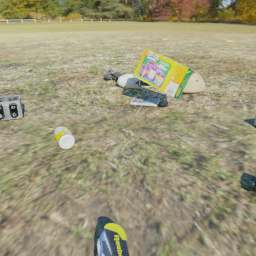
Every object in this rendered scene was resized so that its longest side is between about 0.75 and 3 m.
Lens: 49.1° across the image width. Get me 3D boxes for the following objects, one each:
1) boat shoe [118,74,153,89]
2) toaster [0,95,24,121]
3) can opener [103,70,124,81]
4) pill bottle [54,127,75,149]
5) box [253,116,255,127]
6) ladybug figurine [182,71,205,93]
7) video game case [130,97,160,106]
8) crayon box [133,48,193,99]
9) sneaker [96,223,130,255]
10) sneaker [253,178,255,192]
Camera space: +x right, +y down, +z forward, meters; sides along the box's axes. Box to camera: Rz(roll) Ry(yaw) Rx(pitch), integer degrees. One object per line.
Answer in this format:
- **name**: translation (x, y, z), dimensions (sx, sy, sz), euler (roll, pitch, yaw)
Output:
- **boat shoe**: translation (0.489, -2.425, 14.593), dimensions (2.024, 0.745, 0.661), euler (-6, 21, -10)
- **toaster**: translation (-4.693, -0.801, 10.958), dimensions (1.093, 0.717, 1.209), euler (-7, 24, -17)
- **can opener**: translation (-0.666, -2.750, 15.786), dimensions (0.748, 0.597, 2.238), euler (-42, 36, -9)
- **pill bottle**: translation (-2.025, 0.276, 8.804), dimensions (0.490, 0.490, 0.897), euler (-11, 26, -23)
- **box**: translation (5.694, -0.066, 9.596), dimensions (2.025, 0.466, 1.610), euler (-6, 25, -12)
- **ladybug figurine**: translation (2.678, -2.479, 14.423), dimensions (2.672, 0.961, 1.814), euler (17, 29, 33)
- **video game case**: translation (0.778, -1.200, 12.612), dimensions (1.187, 0.107, 0.850), euler (6, 25, 13)
- **crayon box**: translation (1.351, -2.175, 11.114), dimensions (2.086, 1.239, 0.608), euler (33, 15, 27)
- **sneaker**: translation (-0.232, 2.235, 4.498), dimensions (0.483, 0.537, 1.306), euler (20, 34, -26)
- **sneaker**: translation (3.535, 1.479, 6.132), dimensions (1.532, 0.547, 0.612), euler (17, 37, 39)
